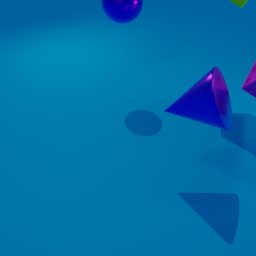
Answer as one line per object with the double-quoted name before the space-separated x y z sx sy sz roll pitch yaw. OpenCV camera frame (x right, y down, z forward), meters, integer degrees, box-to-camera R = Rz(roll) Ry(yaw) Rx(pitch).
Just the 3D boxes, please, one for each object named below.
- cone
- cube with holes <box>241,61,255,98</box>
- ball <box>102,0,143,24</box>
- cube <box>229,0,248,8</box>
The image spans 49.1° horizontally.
"cone" 1.383 -0.495 6.041 1.331 1.326 1.326 -11 34 32
"cube with holes" 4.013 -1.368 7.313 1.192 1.192 1.192 32 77 -2
"ball" -0.162 -3.601 7.982 1.182 1.182 1.182 0 42 0
"cube" 2.920 -4.204 7.409 1.173 1.173 1.173 26 49 -11
